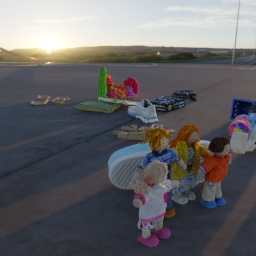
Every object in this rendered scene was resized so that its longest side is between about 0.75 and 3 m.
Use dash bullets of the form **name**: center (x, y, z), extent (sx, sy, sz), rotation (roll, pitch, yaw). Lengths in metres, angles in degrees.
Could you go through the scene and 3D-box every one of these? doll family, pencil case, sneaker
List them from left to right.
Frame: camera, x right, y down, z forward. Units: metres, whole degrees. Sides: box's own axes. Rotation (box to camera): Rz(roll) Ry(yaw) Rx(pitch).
- **sneaker**: center (0.672, -0.885, 12.586), extent (0.802, 0.927, 2.139), rotation (-11, 18, -28)
- **sneaker**: center (0.950, 0.690, 6.986), extent (2.990, 1.105, 1.225), rotation (-3, 21, -10)
- **doll family**: center (0.843, 0.815, 5.424), extent (2.821, 1.751, 1.271), rotation (-14, 22, -39)
- **pencil case**: center (4.105, -0.046, 10.174), extent (0.710, 0.710, 1.605), rotation (8, 18, 24)

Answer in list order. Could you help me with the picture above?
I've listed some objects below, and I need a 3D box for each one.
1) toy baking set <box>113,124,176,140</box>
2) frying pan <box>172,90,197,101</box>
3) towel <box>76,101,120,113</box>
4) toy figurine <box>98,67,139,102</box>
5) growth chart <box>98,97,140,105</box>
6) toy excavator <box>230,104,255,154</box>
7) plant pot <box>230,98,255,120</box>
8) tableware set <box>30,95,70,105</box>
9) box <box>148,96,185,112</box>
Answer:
- **toy baking set**: center (0.618, 0.085, 10.450), extent (2.292, 0.267, 1.759), rotation (3, 17, 10)
- **frying pan**: center (3.529, -2.075, 17.551), extent (1.607, 0.432, 2.657), rotation (4, 14, 14)
- **towel**: center (-1.497, -1.094, 14.213), extent (1.967, 0.359, 1.459), rotation (5, 15, 16)
- **toy figurine**: center (-0.450, -2.421, 16.976), extent (2.359, 1.924, 2.563), rotation (5, 37, -16)
- **growth chart**: center (-0.458, -1.384, 14.704), extent (1.852, 0.227, 2.560), rotation (10, 6, 22)
- **toy excavator**: center (4.202, 0.172, 8.954), extent (1.062, 2.126, 2.067), rotation (9, -23, 49)
- **plant pot**: center (5.124, -0.763, 12.170), extent (0.882, 0.981, 0.981), rotation (-6, 16, -44)
- **tableware set**: center (-4.452, -1.628, 16.180), extent (2.240, 0.260, 1.871), rotation (-2, 17, -5)
- **box**: center (1.908, -1.280, 14.712), extent (1.476, 0.427, 1.857), rotation (14, 22, 38)
